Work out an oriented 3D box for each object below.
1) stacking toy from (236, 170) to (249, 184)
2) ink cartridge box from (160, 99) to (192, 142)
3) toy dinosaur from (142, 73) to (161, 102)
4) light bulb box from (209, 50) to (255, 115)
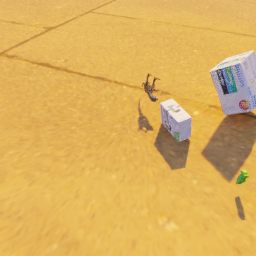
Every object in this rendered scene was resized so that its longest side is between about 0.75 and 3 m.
[{"bbox_3d":[3.071,0.657,5.948,1.129,1.497,0.352,3,40,-14],"label":"stacking toy"},{"bbox_3d":[1.308,-0.224,7.744,0.422,0.732,1.006,-21,42,-13],"label":"ink cartridge box"},{"bbox_3d":[0.611,-1.328,8.706,0.431,0.758,1.428,15,30,-22],"label":"toy dinosaur"},{"bbox_3d":[3.257,-1.327,8.214,0.901,1.431,1.443,-10,18,43],"label":"light bulb box"}]
